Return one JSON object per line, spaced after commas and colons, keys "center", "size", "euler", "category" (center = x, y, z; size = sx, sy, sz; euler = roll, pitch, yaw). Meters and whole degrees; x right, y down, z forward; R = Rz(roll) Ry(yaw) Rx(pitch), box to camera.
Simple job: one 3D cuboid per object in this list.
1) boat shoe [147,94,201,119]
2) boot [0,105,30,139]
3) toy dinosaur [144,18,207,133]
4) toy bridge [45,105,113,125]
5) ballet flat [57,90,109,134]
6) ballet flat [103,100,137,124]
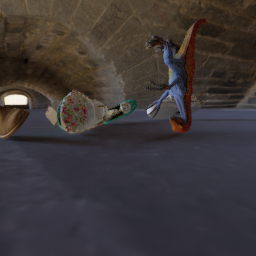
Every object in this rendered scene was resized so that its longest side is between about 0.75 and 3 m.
{"center": [1.917, -1.215, 12.409], "size": [2.836, 1.209, 1.048], "euler": [-10, -26, -28], "category": "boat shoe"}
{"center": [-2.364, -0.198, 5.115], "size": [1.582, 0.582, 0.597], "euler": [-1, -40, 44], "category": "boot"}
{"center": [1.178, -1.078, 6.317], "size": [2.385, 2.164, 1.252], "euler": [-31, -11, 18], "category": "toy dinosaur"}
{"center": [-1.535, -0.568, 9.319], "size": [0.972, 0.394, 2.893], "euler": [42, 25, 24], "category": "toy bridge"}
{"center": [-0.919, -0.396, 6.547], "size": [0.836, 0.989, 2.615], "euler": [-1, 6, 2], "category": "ballet flat"}
{"center": [-0.299, -0.533, 9.048], "size": [1.377, 0.464, 0.485], "euler": [-27, -7, -3], "category": "ballet flat"}
